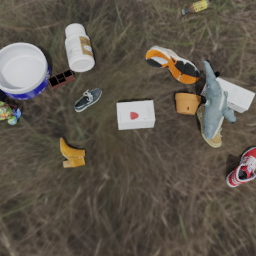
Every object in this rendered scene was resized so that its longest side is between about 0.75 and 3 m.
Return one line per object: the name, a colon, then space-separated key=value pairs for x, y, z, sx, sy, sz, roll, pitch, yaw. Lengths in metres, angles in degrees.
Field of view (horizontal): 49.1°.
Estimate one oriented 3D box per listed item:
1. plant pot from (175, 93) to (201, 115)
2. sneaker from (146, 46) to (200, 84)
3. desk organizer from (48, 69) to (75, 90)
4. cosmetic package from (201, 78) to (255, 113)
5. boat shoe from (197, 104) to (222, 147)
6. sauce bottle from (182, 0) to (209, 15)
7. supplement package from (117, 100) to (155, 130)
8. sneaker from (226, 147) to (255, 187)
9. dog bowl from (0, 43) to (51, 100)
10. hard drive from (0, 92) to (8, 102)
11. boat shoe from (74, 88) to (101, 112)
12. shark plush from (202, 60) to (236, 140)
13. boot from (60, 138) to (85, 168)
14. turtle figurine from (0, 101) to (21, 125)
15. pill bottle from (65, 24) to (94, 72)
plant pot: x=2.352 y=-0.938 z=11.175 sx=1.018 sy=1.018 sz=0.713 roll=9 pitch=89 yaw=3
sneaker: x=1.969 y=-2.803 z=11.804 sx=2.448 sy=0.927 sz=1.126 roll=28 pitch=38 yaw=-7
desk organizer: x=-2.802 y=-2.057 z=11.786 sx=1.046 sy=0.403 sz=0.375 roll=-26 pitch=73 yaw=-8
cosmetic package: x=3.924 y=-1.347 z=11.164 sx=1.828 sy=1.032 sz=0.742 roll=24 pitch=89 yaw=10
boat shoe: x=3.215 y=-0.124 z=11.033 sx=0.666 sy=0.570 sz=1.818 roll=-15 pitch=71 yaw=-12
sauce bottle: x=3.124 y=-5.567 z=12.965 sx=1.269 sy=0.410 sz=0.410 roll=-23 pitch=73 yaw=-5
supplement package: x=0.294 y=-0.497 z=11.033 sx=1.415 sy=0.847 sz=0.858 roll=-5 pitch=72 yaw=-2
sneaker: x=4.451 y=1.369 z=10.295 sx=0.671 sy=1.060 sz=1.885 roll=40 pitch=76 yaw=12
dog bowl: x=-4.414 y=-2.340 z=11.627 sx=2.238 sy=0.881 sz=2.238 roll=0 pitch=71 yaw=0
hard drive: x=-5.746 y=-1.251 z=11.587 sx=1.269 sy=0.269 sz=0.856 roll=21 pitch=73 yaw=7
boat shoe: x=-1.662 y=-1.214 z=11.496 sx=1.357 sy=0.420 sz=0.508 roll=-36 pitch=75 yaw=-11
shark plush: x=3.096 y=-1.000 z=10.007 sx=1.147 sy=2.753 sz=1.251 roll=-24 pitch=34 yaw=-33
boot: x=-2.126 y=0.907 z=10.833 sx=0.881 sy=0.433 sz=1.230 roll=-11 pitch=76 yaw=-9
turtle figurine: x=-5.280 y=-0.614 z=10.615 sx=1.924 sy=1.385 sz=1.865 roll=-44 pitch=102 yaw=-19
pill bottle: x=-2.100 y=-3.423 z=11.902 sx=1.052 sy=1.052 sz=1.841 roll=-13 pitch=72 yaw=-4
